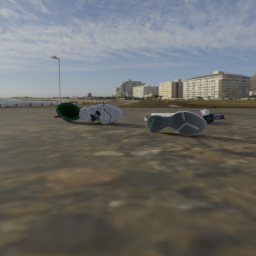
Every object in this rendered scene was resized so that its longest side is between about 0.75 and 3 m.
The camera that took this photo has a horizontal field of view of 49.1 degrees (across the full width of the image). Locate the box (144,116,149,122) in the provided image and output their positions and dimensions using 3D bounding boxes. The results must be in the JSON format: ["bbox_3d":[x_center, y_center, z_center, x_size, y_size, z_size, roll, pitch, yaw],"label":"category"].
[{"bbox_3d":[1.415,-0.417,13.091,1.213,0.269,0.972,0,5,-6],"label":"box"}]

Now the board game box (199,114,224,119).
[{"bbox_3d":[4.503,-0.649,16.008,1.645,0.266,0.987,-1,1,-11],"label":"board game box"}]

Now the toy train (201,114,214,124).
[{"bbox_3d":[3.482,-0.416,12.501,0.505,0.376,2.207,-2,4,23],"label":"toy train"}]

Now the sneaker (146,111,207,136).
[{"bbox_3d":[1.443,-0.152,8.021,1.875,0.659,0.751,4,3,43],"label":"sneaker"}]

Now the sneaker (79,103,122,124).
[{"bbox_3d":[-0.957,-0.659,12.368,2.280,0.857,1.310,0,7,38],"label":"sneaker"}]

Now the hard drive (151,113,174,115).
[{"bbox_3d":[2.107,-0.585,14.752,1.481,0.295,2.246,0,5,-3],"label":"hard drive"}]

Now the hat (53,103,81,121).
[{"bbox_3d":[-2.984,-0.403,13.608,1.229,1.306,1.484,12,39,-17],"label":"hat"}]

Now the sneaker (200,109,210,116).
[{"bbox_3d":[4.286,-0.795,15.303,0.439,0.330,0.882,-23,32,5],"label":"sneaker"}]
